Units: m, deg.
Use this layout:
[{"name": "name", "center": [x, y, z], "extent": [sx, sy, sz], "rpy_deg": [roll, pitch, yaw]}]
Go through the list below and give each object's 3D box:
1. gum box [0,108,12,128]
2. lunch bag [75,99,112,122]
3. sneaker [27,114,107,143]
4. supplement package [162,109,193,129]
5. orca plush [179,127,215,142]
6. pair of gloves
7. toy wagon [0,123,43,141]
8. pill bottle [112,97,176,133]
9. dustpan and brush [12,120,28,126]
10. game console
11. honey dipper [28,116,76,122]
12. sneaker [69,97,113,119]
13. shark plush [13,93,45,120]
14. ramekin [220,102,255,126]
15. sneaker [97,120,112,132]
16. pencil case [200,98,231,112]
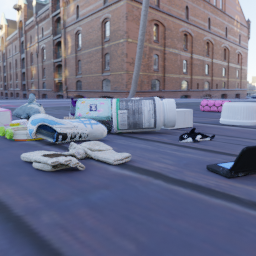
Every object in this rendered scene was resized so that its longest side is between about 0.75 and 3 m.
[{"name": "gum box", "center": [-4.869, -0.200, 8.597], "extent": [2.171, 0.718, 1.232], "rpy_deg": [-6, 11, -38]}, {"name": "lunch bag", "center": [-1.332, -0.644, 11.073], "extent": [1.410, 1.009, 1.655], "rpy_deg": [0, 15, -3]}, {"name": "sneaker", "center": [-1.493, 0.114, 7.068], "extent": [1.990, 0.715, 0.721], "rpy_deg": [6, 46, -19]}, {"name": "supplement package", "center": [1.678, -0.337, 9.961], "extent": [1.116, 0.652, 0.655], "rpy_deg": [-4, 8, -32]}, {"name": "orca plush", "center": [1.788, 0.168, 7.299], "extent": [0.983, 0.350, 0.517], "rpy_deg": [0, 8, -3]}, {"name": "pair of gloves", "center": [-0.954, 0.475, 5.214], "extent": [1.674, 0.293, 1.423], "rpy_deg": [-5, 9, -38]}, {"name": "toy wagon", "center": [-2.946, 0.083, 8.038], "extent": [1.314, 0.335, 1.694], "rpy_deg": [-6, 9, -40]}, {"name": "pill bottle", "center": [0.484, -0.413, 8.674], "extent": [1.890, 1.069, 1.069], "rpy_deg": [-2, 8, -1]}, {"name": "dustpan and brush", "center": [-3.703, -0.129, 10.043], "extent": [1.111, 0.318, 0.775], "rpy_deg": [-9, 10, -12]}, {"name": "game console", "center": [1.850, 0.450, 4.421], "extent": [0.937, 0.545, 0.824], "rpy_deg": [-3, 8, -24]}, {"name": "honey dipper", "center": [-2.884, -0.234, 10.470], "extent": [1.839, 0.349, 0.349], "rpy_deg": [-2, 8, -6]}, {"name": "sneaker", "center": [-1.670, -0.898, 12.718], "extent": [2.389, 1.046, 0.889], "rpy_deg": [3, 8, 22]}, {"name": "shark plush", "center": [-4.063, -0.430, 11.879], "extent": [1.107, 1.208, 2.659], "rpy_deg": [-25, 39, -24]}, {"name": "ramekin", "center": [4.541, -0.599, 11.214], "extent": [1.620, 0.850, 1.620], "rpy_deg": [0, 8, 0]}, {"name": "sneaker", "center": [-0.740, 0.027, 8.516], "extent": [0.334, 0.399, 0.879], "rpy_deg": [1, -15, 20]}, {"name": "pencil case", "center": [5.486, -1.381, 17.360], "extent": [0.907, 0.879, 1.937], "rpy_deg": [7, 3, -42]}]
